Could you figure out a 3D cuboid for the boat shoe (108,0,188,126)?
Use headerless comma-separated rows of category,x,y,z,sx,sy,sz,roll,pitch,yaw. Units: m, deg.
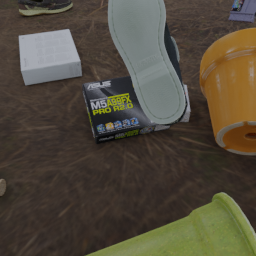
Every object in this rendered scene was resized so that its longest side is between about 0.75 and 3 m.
boat shoe,0.236,-0.906,3.337,0.693,0.553,1.834,-12,85,14

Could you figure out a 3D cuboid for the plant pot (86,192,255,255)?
plant pot,0.539,2.488,3.886,2.427,2.640,2.640,-14,44,2

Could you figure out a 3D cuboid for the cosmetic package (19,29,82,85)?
cosmetic package,-2.914,-2.691,10.323,1.965,0.673,2.606,-10,45,-13

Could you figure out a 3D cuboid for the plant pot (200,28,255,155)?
plant pot,3.126,-0.714,7.174,2.621,2.621,2.400,8,61,8

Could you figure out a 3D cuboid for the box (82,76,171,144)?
box,-0.050,-0.617,7.934,2.199,0.487,1.761,-11,64,-12

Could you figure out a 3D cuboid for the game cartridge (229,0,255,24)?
game cartridge,3.405,-3.627,7.915,0.238,1.239,0.803,7,17,-44

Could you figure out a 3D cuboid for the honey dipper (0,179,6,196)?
honey dipper,-3.843,1.339,6.383,2.027,0.385,0.385,0,44,3

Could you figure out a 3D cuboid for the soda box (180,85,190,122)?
soda box,1.605,-0.770,8.494,0.415,0.444,1.303,2,44,2

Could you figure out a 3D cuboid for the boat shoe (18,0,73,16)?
boat shoe,-4.045,-6.160,13.794,2.647,0.858,0.969,-19,47,-19
